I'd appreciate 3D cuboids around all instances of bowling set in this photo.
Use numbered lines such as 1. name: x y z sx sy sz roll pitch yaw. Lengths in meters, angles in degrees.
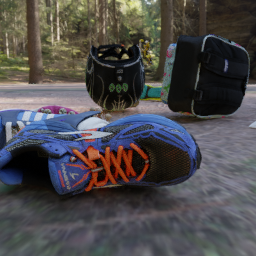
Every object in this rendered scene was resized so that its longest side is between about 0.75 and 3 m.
1. bowling set: -0.913 -0.195 6.973 0.717 0.553 1.030 -8 13 -38

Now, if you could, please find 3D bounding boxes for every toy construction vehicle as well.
1. toy construction vehicle: 0.612 -2.622 9.716 0.286 0.811 0.706 -16 30 -3

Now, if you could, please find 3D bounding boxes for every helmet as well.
1. helmet: -0.501 -1.888 10.896 2.569 2.449 2.569 2 44 -2

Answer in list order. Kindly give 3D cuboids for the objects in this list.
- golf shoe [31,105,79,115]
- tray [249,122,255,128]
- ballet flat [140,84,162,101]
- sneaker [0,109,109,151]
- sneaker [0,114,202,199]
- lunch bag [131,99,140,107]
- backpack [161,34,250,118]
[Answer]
1. golf shoe: -2.023 -0.120 6.143 2.040 0.768 0.934 -4 8 -27
2. tray: 4.191 -0.191 7.872 1.067 0.220 1.988 9 14 36
3. ballet flat: 1.268 -1.905 15.619 2.866 0.958 0.961 15 -3 45
4. sneaker: -1.179 0.157 4.202 2.157 0.869 1.579 -3 5 -42
5. sneaker: -0.437 0.424 3.264 2.519 0.949 0.988 -4 19 19
6. lunch bag: 0.082 -1.201 12.450 0.709 0.508 0.864 -2 6 -12
7. backpack: 2.579 -1.594 9.130 2.881 2.557 2.169 0 13 -34
